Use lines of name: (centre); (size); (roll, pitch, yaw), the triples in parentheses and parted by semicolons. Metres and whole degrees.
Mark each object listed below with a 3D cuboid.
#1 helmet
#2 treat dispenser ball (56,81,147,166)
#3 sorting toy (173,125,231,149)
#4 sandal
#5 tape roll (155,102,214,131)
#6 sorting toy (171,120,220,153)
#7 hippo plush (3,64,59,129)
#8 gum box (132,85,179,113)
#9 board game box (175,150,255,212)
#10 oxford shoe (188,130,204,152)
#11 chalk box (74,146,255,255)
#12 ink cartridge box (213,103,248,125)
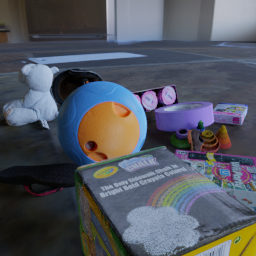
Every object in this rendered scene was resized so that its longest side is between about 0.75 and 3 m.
helmet: (-2.245, -1.650, 12.319); (1.979, 2.076, 2.076); (2, 19, 36)
treat dispenser ball: (-0.712, -0.044, 7.723); (2.456, 2.456, 2.456); (0, 22, 0)
sorting toy: (2.550, 0.095, 9.673); (2.064, 0.711, 0.716); (15, 27, 31)
sandal: (-2.168, 1.319, 7.025); (2.674, 0.603, 1.004); (-4, 12, 31)
tape roll: (2.085, -0.466, 10.454); (2.102, 0.689, 2.102); (-8, 12, 2)
sorting toy: (2.201, 0.226, 9.128); (1.669, 0.685, 1.003); (16, 42, 33)
hippo plush: (-3.889, -1.395, 11.214); (2.261, 2.282, 2.838); (-16, 27, -34)
gum box: (0.583, -1.089, 11.693); (2.660, 0.880, 1.510); (-15, 5, -31)
board game box: (2.193, 1.265, 6.802); (2.237, 0.719, 1.650); (6, 23, 13)
oxford shoe: (1.995, 0.525, 7.986); (0.376, 1.036, 0.369); (-9, 28, 25)
chalk box: (0.264, 1.574, 4.601); (1.831, 1.822, 2.943); (-12, 24, -23)
ink cartridge box: (4.340, -0.678, 11.931); (1.249, 0.439, 2.092); (8, 21, 28)
